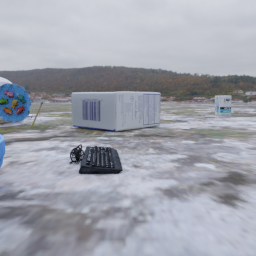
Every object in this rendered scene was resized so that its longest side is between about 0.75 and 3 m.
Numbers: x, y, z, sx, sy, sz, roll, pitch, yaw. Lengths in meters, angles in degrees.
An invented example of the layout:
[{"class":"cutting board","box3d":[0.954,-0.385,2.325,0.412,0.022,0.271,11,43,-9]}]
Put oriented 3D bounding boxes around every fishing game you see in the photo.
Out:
[{"class":"fishing game","box3d":[-3.286,-0.677,7.848,1.613,1.155,0.251,31,15,-9]}]

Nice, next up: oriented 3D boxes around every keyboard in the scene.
[{"class":"keyboard","box3d":[-0.452,0.327,3.748,0.692,0.263,1.329,-1,5,-6]}]

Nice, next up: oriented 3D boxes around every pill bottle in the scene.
[{"class":"pill bottle","box3d":[-4.595,-0.939,9.447,1.531,1.531,2.815,-5,8,-39]}]

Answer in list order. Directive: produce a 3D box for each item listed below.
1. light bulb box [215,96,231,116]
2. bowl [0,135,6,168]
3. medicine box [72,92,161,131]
[{"class":"light bulb box","box3d":[4.506,-1.065,13.308,0.589,0.943,0.935,-1,6,6]},{"class":"bowl","box3d":[-2.277,0.389,1.937,2.645,0.519,2.645,0,6,0]},{"class":"medicine box","box3d":[-0.312,-0.530,8.073,1.778,1.004,1.951,5,7,41]}]
